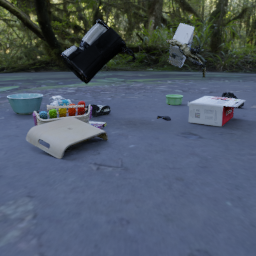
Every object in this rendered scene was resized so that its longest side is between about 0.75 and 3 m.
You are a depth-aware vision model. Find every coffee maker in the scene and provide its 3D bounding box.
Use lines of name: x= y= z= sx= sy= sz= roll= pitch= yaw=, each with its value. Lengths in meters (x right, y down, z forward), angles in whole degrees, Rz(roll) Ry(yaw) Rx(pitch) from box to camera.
coffee maker: x=-1.505 y=-3.518 z=13.651 sx=2.567 sy=2.673 sz=1.800 roll=39 pitch=-10 yaw=24

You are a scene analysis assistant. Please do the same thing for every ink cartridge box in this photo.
ink cartridge box: x=4.186 y=-0.805 z=13.033 sx=2.047 sy=0.977 sz=2.331 roll=9 pitch=17 yaw=31
ink cartridge box: x=2.314 y=-3.558 z=12.178 sx=0.677 sy=1.155 sz=1.577 roll=23 pitch=-12 yaw=14

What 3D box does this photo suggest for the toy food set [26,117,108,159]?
toy food set: x=-2.022 y=0.341 z=9.653 sx=1.654 sy=0.696 sz=2.305 roll=23 pitch=26 yaw=29

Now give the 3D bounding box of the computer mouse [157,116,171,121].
computer mouse: x=1.716 y=-0.513 z=13.519 sx=0.548 sy=0.180 sz=0.780 roll=-3 pitch=15 yaw=-16

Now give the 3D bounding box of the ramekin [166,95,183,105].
ramekin: x=2.897 y=-1.762 z=17.547 sx=1.076 sy=0.525 sz=1.076 roll=0 pitch=15 yaw=0

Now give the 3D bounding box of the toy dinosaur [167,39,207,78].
toy dinosaur: x=2.475 y=-2.656 z=10.494 sx=2.308 sy=0.548 sz=1.017 roll=38 pitch=1 yaw=-24

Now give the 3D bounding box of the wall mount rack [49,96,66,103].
wall mount rack: x=-4.123 y=-1.664 z=17.270 sx=1.307 sy=0.561 sz=1.505 roll=-10 pitch=17 yaw=-21

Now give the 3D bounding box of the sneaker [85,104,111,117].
sneaker: x=-1.788 y=-0.889 z=14.419 sx=0.952 sy=0.624 sz=1.654 roll=2 pitch=4 yaw=44

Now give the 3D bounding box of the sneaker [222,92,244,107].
sneaker: x=6.189 y=-1.700 z=16.764 sx=0.690 sy=0.825 sz=1.817 roll=-5 pitch=16 yaw=-25

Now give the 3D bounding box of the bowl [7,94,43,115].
bowl: x=-5.377 y=-1.251 z=14.806 sx=1.806 sy=0.945 sz=1.806 roll=0 pitch=15 yaw=0

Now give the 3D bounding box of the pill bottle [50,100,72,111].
pill bottle: x=-3.693 y=-1.226 z=15.386 sx=1.093 sy=0.606 sz=0.606 roll=-10 pitch=18 yaw=-33

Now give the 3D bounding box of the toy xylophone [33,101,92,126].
toy xylophone: x=-2.463 y=-0.477 z=10.943 sx=2.352 sy=1.722 sz=0.591 roll=-3 pitch=53 yaw=-24

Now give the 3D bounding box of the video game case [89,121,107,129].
video game case: x=-1.436 y=-0.114 z=12.065 sx=0.828 sy=0.148 sz=0.750 roll=4 pitch=15 yaw=15
